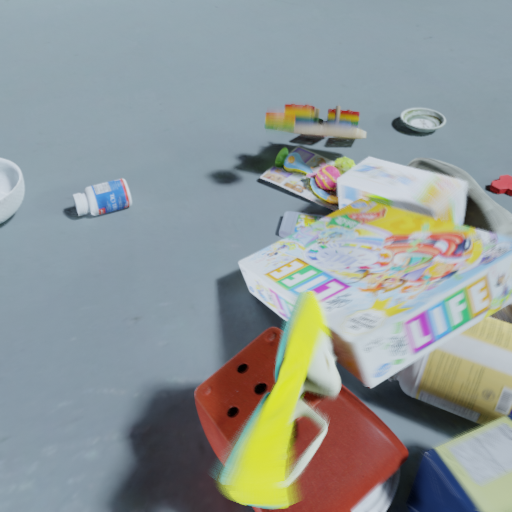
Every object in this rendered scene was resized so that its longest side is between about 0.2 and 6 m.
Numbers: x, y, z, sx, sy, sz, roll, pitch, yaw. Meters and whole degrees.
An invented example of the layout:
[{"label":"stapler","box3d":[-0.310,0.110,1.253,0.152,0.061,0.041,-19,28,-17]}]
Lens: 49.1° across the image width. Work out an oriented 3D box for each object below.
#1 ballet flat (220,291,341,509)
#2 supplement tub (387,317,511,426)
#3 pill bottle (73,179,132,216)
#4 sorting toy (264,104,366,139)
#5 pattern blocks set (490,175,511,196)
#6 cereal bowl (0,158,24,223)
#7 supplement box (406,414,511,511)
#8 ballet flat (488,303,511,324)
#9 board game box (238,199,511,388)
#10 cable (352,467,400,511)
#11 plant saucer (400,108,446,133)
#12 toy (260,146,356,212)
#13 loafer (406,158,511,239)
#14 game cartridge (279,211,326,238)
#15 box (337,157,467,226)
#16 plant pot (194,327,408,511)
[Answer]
[{"label":"ballet flat","box3d":[0.389,1.319,5.248,0.707,0.705,2.109,18,60,15]},{"label":"supplement tub","box3d":[2.765,1.418,7.520,1.923,1.398,1.398,19,45,21]},{"label":"pill bottle","box3d":[-3.040,-1.129,11.067,1.044,0.586,0.586,-18,44,-18]},{"label":"sorting toy","box3d":[1.445,-2.854,11.885,1.649,0.579,3.421,8,11,18]},{"label":"pattern blocks set","box3d":[6.529,-1.475,11.736,2.677,0.217,2.353,-27,48,-28]},{"label":"cereal bowl","box3d":[-5.449,-1.069,10.806,1.979,0.824,1.979,-1,41,0]},{"label":"supplement box","box3d":[2.524,2.620,6.255,1.245,1.246,0.836,-16,44,-17]},{"label":"ballet flat","box3d":[4.605,1.080,8.225,2.805,0.943,0.955,30,36,29]},{"label":"board game box","box3d":[1.532,0.234,7.950,2.494,0.635,3.710,-28,22,-14]},{"label":"cable","box3d":[0.863,2.528,6.772,1.661,0.575,1.662,10,51,8]},{"label":"plant saucer","box3d":[4.072,-3.277,13.754,1.091,0.274,1.091,0,41,0]},{"label":"toy","box3d":[1.570,-1.687,11.667,2.647,0.625,1.524,26,49,27]},{"label":"loafer","box3d":[3.742,-1.007,10.504,1.001,1.003,2.868,2,34,-39]},{"label":"game cartridge","box3d":[1.011,-0.524,10.671,1.082,0.219,0.721,8,45,9]},{"label":"box","box3d":[2.587,-0.884,10.088,2.021,1.137,1.025,25,48,40]},{"label":"plant pot","box3d":[0.330,1.882,6.303,1.775,1.566,1.777,-38,40,-11]}]
